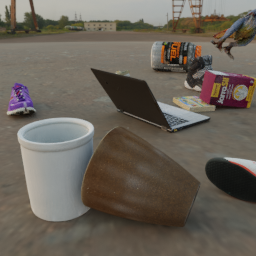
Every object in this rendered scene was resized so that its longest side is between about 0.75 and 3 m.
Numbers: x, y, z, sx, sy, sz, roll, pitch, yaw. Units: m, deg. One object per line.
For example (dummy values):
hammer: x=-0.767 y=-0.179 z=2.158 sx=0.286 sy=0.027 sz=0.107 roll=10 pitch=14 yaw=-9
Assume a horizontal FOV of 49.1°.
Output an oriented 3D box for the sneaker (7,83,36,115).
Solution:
sneaker: x=-3.571 y=-0.979 z=9.148 sx=0.863 sy=0.893 sz=2.140 roll=-10 pitch=23 yaw=-24

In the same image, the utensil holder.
utensil holder: x=-1.047 y=0.612 z=4.334 sx=1.088 sy=1.280 sz=1.088 roll=0 pitch=20 yaw=0

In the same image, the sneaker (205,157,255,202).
sneaker: x=2.315 y=0.818 z=4.770 sx=1.831 sy=0.611 sz=0.981 roll=15 pitch=24 yaw=27

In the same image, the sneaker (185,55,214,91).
sneaker: x=3.429 y=-2.254 z=11.605 sx=0.980 sy=1.478 sz=2.597 roll=-14 pitch=22 yaw=-35

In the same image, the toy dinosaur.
toy dinosaur: x=2.975 y=-2.653 z=6.768 sx=1.157 sy=2.000 sz=2.204 roll=24 pitch=36 yaw=-31

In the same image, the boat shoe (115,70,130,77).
boat shoe: x=-0.487 y=-2.744 z=14.499 sx=1.295 sy=0.443 sz=0.484 roll=-12 pitch=24 yaw=-30

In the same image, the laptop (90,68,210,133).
laptop: x=0.675 y=-0.982 z=8.238 sx=2.657 sy=1.540 sz=2.488 roll=-15 pitch=26 yaw=-35

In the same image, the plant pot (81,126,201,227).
plant pot: x=0.269 y=0.827 z=4.070 sx=1.399 sy=1.308 sz=1.308 roll=22 pitch=27 yaw=19

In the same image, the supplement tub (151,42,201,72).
supplement tub: x=2.854 y=-4.199 z=16.547 sx=2.786 sy=1.707 sz=1.707 roll=5 pitch=21 yaw=15

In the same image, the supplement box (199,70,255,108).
supplement box: x=3.420 y=-1.339 z=9.605 sx=1.596 sy=1.045 sz=0.824 roll=3 pitch=20 yaw=-13

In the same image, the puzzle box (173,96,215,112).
puzzle box: x=2.282 y=-0.850 z=9.809 sx=0.946 sy=0.181 sz=1.421 roll=-5 pitch=21 yaw=-14
